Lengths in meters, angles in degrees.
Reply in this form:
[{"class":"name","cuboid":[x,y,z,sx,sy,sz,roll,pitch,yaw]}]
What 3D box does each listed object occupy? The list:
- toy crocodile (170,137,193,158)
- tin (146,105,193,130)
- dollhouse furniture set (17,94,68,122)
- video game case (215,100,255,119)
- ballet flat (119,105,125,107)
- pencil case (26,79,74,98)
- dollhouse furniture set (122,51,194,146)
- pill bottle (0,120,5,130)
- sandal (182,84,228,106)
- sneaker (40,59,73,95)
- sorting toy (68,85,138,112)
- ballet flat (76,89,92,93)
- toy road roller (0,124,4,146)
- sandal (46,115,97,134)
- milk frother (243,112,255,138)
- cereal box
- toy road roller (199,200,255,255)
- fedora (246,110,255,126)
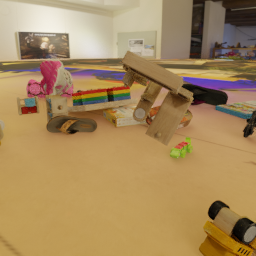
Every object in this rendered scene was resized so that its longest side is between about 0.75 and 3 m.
[{"class":"toy crocodile","cuboid":[1.668,0.629,8.696,0.424,0.388,1.257,13,23,34]},{"class":"tin","cuboid":[1.666,-0.421,11.262,2.224,0.466,1.245,-16,42,-40]},{"class":"dollhouse furniture set","cuboid":[-3.370,-0.620,11.078,1.701,1.192,1.199,-8,16,-26]},{"class":"video game case","cuboid":[5.996,-0.936,13.740,2.710,0.241,1.940,-8,20,-24]},{"class":"ballet flat","cuboid":[-0.339,-1.272,14.778,0.317,0.298,0.878,-11,6,43]},{"class":"pencil case","cuboid":[-4.635,-2.417,16.782,2.697,1.224,1.263,0,57,-9]},{"class":"dollhouse furniture set","cuboid":[0.550,-0.643,7.210,1.808,1.549,1.901,29,2,10]},{"class":"pill bottle","cuboid":[-5.264,-0.137,10.880,0.866,0.487,0.487,10,21,28]},{"class":"sandal","cuboid":[3.687,-1.663,14.793,2.982,1.121,0.714,11,44,28]},{"class":"sneaker","cuboid":[-2.928,-2.141,11.730,1.185,1.093,2.687,-28,-4,-24]},{"class":"sorting toy","cuboid":[-1.344,-1.369,13.028,2.589,0.906,2.604,-11,8,-30]},{"class":"ballet flat","cuboid":[-2.782,-2.359,17.940,1.200,0.341,0.399,4,19,14]},{"class":"toy road roller","cuboid":[-5.231,0.254,7.973,2.732,1.679,1.994,-6,31,-2]},{"class":"sandal","cuboid":[-2.101,-0.011,10.457,1.882,0.769,0.514,5,39,-7]},{"class":"milk frother","cuboid":[5.428,-0.112,9.785,1.983,1.903,2.108,22,71,50]},{"class":"cereal box","cuboid":[0.245,-0.578,12.269,2.290,0.453,1.647,-8,20,-23]},{"class":"toy road roller","cuboid":[1.736,1.862,4.638,1.246,0.910,0.766,33,-1,-33]},{"class":"fedora","cuboid":[5.632,-0.437,11.632,1.297,0.592,1.297,0,18,0]}]
